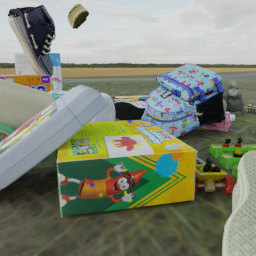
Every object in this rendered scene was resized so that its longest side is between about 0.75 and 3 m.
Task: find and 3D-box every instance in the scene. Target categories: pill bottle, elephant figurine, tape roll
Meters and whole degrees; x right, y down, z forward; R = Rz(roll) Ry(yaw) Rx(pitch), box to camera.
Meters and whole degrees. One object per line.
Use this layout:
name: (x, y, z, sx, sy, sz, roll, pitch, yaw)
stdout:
pill bottle: (-1.655, -0.401, 8.080, 2.357, 1.306, 1.306, 5, 13, 23)
elephant figurine: (3.668, -1.073, 11.628, 1.916, 1.486, 1.355, -23, -30, 15)
tape roll: (-2.630, 0.345, 5.588, 0.900, 0.900, 0.216, -6, 13, -24)

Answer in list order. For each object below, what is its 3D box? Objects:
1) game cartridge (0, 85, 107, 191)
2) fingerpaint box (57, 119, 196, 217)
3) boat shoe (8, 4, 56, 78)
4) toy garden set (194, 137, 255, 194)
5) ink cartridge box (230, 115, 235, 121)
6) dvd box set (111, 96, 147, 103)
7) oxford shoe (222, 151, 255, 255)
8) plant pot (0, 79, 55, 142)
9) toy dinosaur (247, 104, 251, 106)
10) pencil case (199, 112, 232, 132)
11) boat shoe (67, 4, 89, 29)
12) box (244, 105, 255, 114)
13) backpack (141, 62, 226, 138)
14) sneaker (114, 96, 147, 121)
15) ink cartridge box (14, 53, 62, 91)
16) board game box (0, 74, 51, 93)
game cartridge: (-1.496, 0.143, 4.570, 2.449, 0.501, 1.630, -39, 22, -6)
fingerpaint box: (-0.220, 0.513, 4.906, 1.948, 0.856, 2.334, -4, 13, -13)
boat shoe: (-2.767, -2.743, 9.105, 1.139, 2.456, 0.917, -11, 41, 13)
toy garden set: (1.999, 0.602, 5.316, 2.127, 0.509, 2.551, 0, 12, -1)
ink cartridge box: (3.440, -0.386, 10.617, 0.958, 0.240, 0.771, 6, 13, 45)
dvd box set: (0.672, -1.353, 14.449, 2.946, 0.433, 2.156, -2, 13, -8)
oxford shoe: (1.487, 1.073, 3.050, 0.856, 0.657, 2.276, 10, 30, 18)
plant pot: (-2.739, -0.266, 6.476, 1.901, 2.077, 2.077, 7, 9, -22)
toy dinosaur: (6.885, -1.096, 13.206, 2.174, 0.516, 0.958, -2, -2, -6)
pencil case: (2.426, -0.262, 8.950, 1.633, 0.676, 0.706, 7, 35, 28)
boat shoe: (-1.444, -3.119, 7.701, 0.608, 0.524, 1.666, -41, 17, 6)
box: (5.800, -0.806, 12.386, 0.864, 0.267, 1.082, -9, 15, -42)
backpack: (1.440, -0.743, 8.198, 2.185, 1.470, 1.995, -25, 37, -13)
sneaker: (0.283, -0.763, 10.664, 2.068, 0.865, 1.249, 6, 16, -9)
ink cartridge box: (-4.259, -2.276, 13.571, 1.924, 2.663, 1.127, -1, 16, -4)
board game box: (-3.658, -0.788, 8.779, 1.741, 1.740, 1.739, 6, 14, 27)
